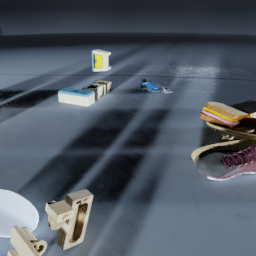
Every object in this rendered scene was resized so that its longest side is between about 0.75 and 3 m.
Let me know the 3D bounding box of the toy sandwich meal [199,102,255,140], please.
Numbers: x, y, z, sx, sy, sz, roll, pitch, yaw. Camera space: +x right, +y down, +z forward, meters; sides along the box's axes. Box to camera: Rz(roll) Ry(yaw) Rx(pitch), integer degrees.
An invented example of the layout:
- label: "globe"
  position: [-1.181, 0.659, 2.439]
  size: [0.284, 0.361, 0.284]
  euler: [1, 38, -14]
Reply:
- label: "toy sandwich meal"
  position: [3.879, -0.287, 9.966]
  size: [2.506, 0.858, 2.506]
  euler: [8, 15, -2]

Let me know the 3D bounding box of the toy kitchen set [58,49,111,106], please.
- label: "toy kitchen set"
  position: [-2.116, -2.635, 14.041]
  size: [1.633, 2.221, 2.772]
  euler: [9, 26, 18]

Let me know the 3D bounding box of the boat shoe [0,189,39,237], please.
- label: "boat shoe"
  position: [-3.127, 1.702, 5.806]
  size: [2.492, 0.870, 0.883]
  euler: [15, 65, -15]

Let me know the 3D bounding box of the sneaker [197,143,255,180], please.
- label: "sneaker"
  position: [3.073, 0.686, 7.419]
  size: [2.342, 1.353, 0.886]
  euler: [-5, 58, -10]

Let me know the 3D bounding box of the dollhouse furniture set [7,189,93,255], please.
- label: "dollhouse furniture set"
  position: [-1.057, 2.081, 4.790]
  size: [1.191, 1.390, 1.462]
  euler: [27, 21, 38]

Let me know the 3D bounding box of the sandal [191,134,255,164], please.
- label: "sandal"
  position: [2.943, 0.485, 8.593]
  size: [2.255, 0.827, 0.742]
  euler: [-9, 45, -10]

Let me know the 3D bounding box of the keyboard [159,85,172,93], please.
- label: "keyboard"
  position: [2.094, -2.188, 15.729]
  size: [0.390, 0.074, 1.386]
  euler: [1, 24, -11]

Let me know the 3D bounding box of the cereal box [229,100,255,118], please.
- label: "cereal box"
  position: [5.153, -0.743, 11.803]
  size: [2.124, 0.420, 1.528]
  euler: [-15, 20, -28]

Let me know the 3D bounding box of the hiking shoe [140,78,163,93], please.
- label: "hiking shoe"
  position: [1.271, -2.297, 15.250]
  size: [1.449, 0.628, 0.539]
  euler: [17, 29, 33]
